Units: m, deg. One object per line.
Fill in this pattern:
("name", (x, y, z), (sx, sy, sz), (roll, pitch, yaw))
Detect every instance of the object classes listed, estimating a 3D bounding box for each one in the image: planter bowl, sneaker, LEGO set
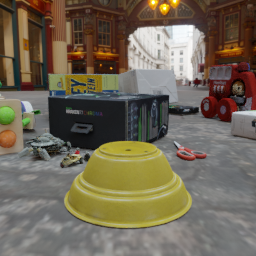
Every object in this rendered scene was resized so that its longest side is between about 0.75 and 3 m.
("planter bowl", (0.004, 0.628, 4.008), (1.816, 0.756, 1.816), (1, 9, 0))
("sneaker", (-4.361, -0.335, 9.571), (1.823, 1.003, 2.490), (-18, 24, -32))
("LEGO set", (-1.634, 0.366, 6.179), (1.908, 0.541, 1.239), (5, 10, 26))

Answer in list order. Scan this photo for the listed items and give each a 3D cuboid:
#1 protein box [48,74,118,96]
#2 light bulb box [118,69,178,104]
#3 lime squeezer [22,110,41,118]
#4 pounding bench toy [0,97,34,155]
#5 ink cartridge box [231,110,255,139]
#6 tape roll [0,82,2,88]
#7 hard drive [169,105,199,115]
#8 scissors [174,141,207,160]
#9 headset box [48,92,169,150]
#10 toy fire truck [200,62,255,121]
("protein box", (-2.074, -1.434, 12.632), (2.833, 1.925, 2.854), (-2, 10, -13))
("light bulb box", (0.596, -1.985, 15.012), (2.887, 1.818, 2.913), (-8, 2, -40))
("lime squeezer", (-4.189, -0.049, 8.475), (2.931, 0.553, 1.035), (-18, 27, -28))
("pounding bench toy", (-3.046, -0.108, 6.872), (2.005, 1.246, 1.564), (-8, 12, -38))
("ink cartridge box", (4.120, -0.062, 8.159), (1.253, 0.723, 1.716), (-6, 11, -33))
("tape roll", (-5.366, -1.072, 8.994), (2.490, 0.599, 2.490), (-27, 10, 5))
("hard drive", (2.532, -0.951, 14.531), (1.323, 0.358, 1.894), (-7, 12, -36))
("scissors", (1.241, 0.491, 6.699), (0.612, 0.116, 1.672), (-5, 12, -17))
("headset box", (-0.478, -0.287, 7.763), (2.422, 1.290, 2.781), (6, 11, 28))
("toy fire truck", (4.456, -1.594, 12.152), (1.609, 2.409, 2.869), (-3, 10, -20))
